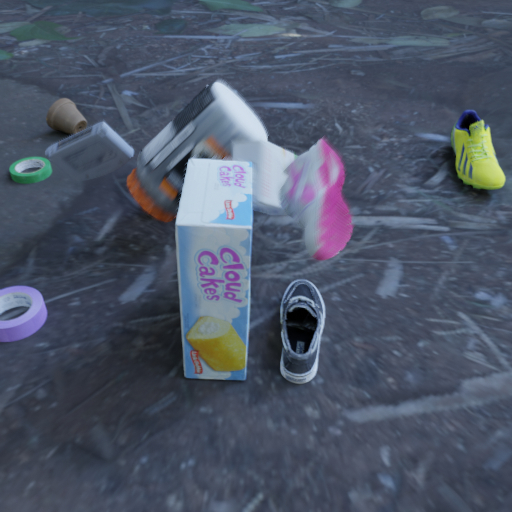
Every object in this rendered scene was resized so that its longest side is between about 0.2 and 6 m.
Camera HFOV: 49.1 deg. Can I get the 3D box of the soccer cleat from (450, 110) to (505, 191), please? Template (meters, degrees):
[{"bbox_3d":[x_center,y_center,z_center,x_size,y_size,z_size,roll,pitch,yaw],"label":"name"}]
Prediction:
[{"bbox_3d":[4.864,-2.367,12.394,0.836,1.082,2.586,2,38,2],"label":"soccer cleat"}]

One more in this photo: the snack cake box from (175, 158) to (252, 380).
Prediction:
[{"bbox_3d":[-0.528,0.236,7.771,0.919,2.736,1.574,3,39,0],"label":"snack cake box"}]

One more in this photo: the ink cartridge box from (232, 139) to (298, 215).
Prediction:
[{"bbox_3d":[0.180,-1.195,8.785,0.578,0.960,1.322,1,-3,28],"label":"ink cartridge box"}]

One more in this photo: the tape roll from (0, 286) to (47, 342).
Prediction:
[{"bbox_3d":[-3.859,0.910,8.890,0.966,0.317,0.966,0,38,0],"label":"tape roll"}]

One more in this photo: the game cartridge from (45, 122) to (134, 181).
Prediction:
[{"bbox_3d":[-2.905,-1.794,9.909,1.377,0.918,0.279,-16,50,24],"label":"game cartridge"}]

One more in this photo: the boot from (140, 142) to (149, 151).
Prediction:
[{"bbox_3d":[-1.126,-1.864,11.967,2.593,0.960,2.125,-6,34,-8],"label":"boot"}]

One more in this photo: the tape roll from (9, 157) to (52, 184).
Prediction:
[{"bbox_3d":[-5.045,-1.922,12.544,0.866,0.208,0.866,0,38,0],"label":"tape roll"}]

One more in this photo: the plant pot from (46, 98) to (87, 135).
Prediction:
[{"bbox_3d":[-4.671,-3.381,13.999,0.744,0.853,0.853,36,48,13],"label":"plant pot"}]

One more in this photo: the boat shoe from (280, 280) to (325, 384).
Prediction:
[{"bbox_3d":[0.682,0.947,8.542,0.723,0.684,2.017,6,39,7],"label":"boat shoe"}]

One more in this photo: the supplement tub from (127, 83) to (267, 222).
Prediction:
[{"bbox_3d":[-1.066,-1.731,9.741,2.324,1.424,1.424,-39,34,20],"label":"supplement tub"}]

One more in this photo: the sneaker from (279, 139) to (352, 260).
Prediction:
[{"bbox_3d":[0.694,-0.625,6.989,0.743,0.685,1.685,-23,47,31],"label":"sneaker"}]
